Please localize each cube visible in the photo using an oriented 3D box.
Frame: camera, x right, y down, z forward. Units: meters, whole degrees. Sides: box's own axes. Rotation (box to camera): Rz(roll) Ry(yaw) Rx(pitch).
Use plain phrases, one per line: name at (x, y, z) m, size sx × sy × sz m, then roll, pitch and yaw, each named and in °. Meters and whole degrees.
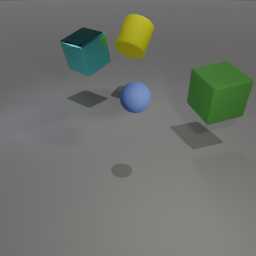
cube at (-1.807, -3.314, 12.126) m, size 1.400 × 1.400 × 1.400 m, roll 26°, pitch 55°, yaw 34°
cube at (2.965, -1.177, 9.261) m, size 1.400 × 1.400 × 1.400 m, roll -13°, pitch 42°, yaw -14°

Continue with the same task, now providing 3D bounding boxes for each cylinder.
cylinder at (0.290, -4.045, 12.503) m, size 1.400 × 1.400 × 1.400 m, roll 20°, pitch -11°, yaw 4°

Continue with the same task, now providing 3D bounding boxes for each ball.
ball at (0.163, -0.683, 6.267) m, size 0.700 × 0.700 × 0.700 m, roll 0°, pitch 28°, yaw 0°
